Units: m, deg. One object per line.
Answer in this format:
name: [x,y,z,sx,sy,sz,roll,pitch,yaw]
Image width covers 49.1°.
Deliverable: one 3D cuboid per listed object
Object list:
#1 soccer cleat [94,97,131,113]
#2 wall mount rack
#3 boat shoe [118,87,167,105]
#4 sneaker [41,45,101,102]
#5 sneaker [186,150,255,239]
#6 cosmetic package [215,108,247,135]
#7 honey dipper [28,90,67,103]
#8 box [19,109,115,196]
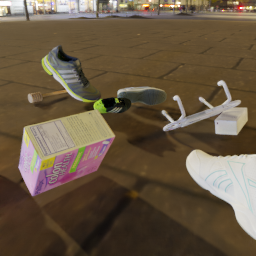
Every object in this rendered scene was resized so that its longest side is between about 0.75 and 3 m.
soccer cleat: [-0.358,-0.697,8.246,1.380,0.466,0.559,-12,-13,-41]
wall mount rack: [1.922,-0.590,8.108,2.297,0.856,1.995,-19,-10,-6]
boat shoe: [0.480,-1.152,9.663,1.692,0.624,0.543,-3,31,-3]
sneaker: [-1.888,-1.859,9.842,2.431,0.984,0.898,39,39,-11]
sneaker: [1.919,0.866,4.719,0.893,1.017,2.538,19,12,-26]
cosmetic package: [2.952,-0.217,7.963,0.599,0.421,1.181,4,23,36]
honey dipper: [-2.822,-1.252,10.427,0.341,0.341,1.794,22,28,38]
box: [-1.183,0.455,5.322,1.474,1.297,0.713,-17,61,-36]
